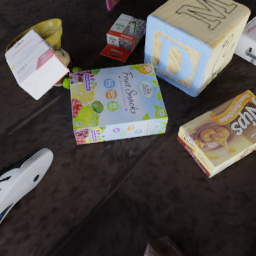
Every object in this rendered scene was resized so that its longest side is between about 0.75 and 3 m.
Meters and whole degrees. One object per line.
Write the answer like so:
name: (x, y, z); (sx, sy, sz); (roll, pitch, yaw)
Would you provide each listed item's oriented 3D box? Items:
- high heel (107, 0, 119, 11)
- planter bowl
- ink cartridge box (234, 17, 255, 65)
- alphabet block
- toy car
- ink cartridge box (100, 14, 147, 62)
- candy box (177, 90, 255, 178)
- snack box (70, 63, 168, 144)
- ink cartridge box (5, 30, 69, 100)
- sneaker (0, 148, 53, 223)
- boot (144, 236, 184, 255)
high heel: (-0.562, -5.613, 12.389); (0.654, 0.459, 1.364); (-5, 44, 9)
planter bowl: (-3.180, -2.986, 10.229); (2.236, 0.931, 2.236); (-16, 40, 14)
ink cartridge box: (5.342, -3.058, 10.452); (2.252, 0.933, 1.653); (40, 66, 22)
alphabet block: (2.224, -2.994, 9.600); (2.382, 2.369, 2.425); (37, 65, 19)
toy car: (-2.389, -2.254, 9.651); (1.167, 1.420, 1.120); (22, 60, 14)
ink cartridge box: (-0.176, -3.580, 11.025); (1.137, 0.525, 2.087); (21, 59, 13)
candy box: (3.110, 0.108, 8.524); (2.761, 0.763, 1.593); (-26, 61, -16)
snack box: (-0.371, -0.846, 9.033); (2.808, 0.950, 2.368); (-8, 57, -7)
ink cartridge box: (-2.745, -1.947, 8.250); (1.261, 0.731, 2.166); (-41, 48, 1)
sneaker: (-3.562, 1.356, 7.544); (1.636, 1.069, 2.925); (31, 64, 17)
boot: (0.919, 3.738, 6.245); (2.125, 0.683, 1.981); (40, 53, 19)
